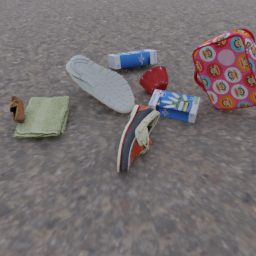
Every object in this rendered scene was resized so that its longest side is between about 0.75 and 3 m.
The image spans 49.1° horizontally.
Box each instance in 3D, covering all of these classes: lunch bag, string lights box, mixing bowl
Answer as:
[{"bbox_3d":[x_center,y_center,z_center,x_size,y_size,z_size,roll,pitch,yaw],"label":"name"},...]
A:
[{"bbox_3d":[3.142,-1.745,9.013,2.125,2.413,0.989,-8,26,46],"label":"lunch bag"},{"bbox_3d":[0.184,-2.985,12.131,1.913,0.564,0.983,-13,22,-17],"label":"string lights box"},{"bbox_3d":[1.535,-0.743,9.321,1.554,0.458,0.798,13,52,15],"label":"string lights box"},{"bbox_3d":[1.058,-1.655,10.286,1.134,1.134,0.614,-16,62,-20],"label":"mixing bowl"}]

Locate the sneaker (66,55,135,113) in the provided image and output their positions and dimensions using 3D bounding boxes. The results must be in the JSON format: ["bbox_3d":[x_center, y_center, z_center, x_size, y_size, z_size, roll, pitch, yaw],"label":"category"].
[{"bbox_3d":[-0.900,-1.439,9.904,2.868,1.154,1.095,40,73,16],"label":"sneaker"}]

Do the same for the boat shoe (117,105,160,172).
[{"bbox_3d":[0.295,0.245,7.820,0.805,0.916,2.573,16,41,6],"label":"boat shoe"}]

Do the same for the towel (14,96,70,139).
[{"bbox_3d":[-2.656,-0.402,8.963,1.521,0.374,2.050,-3,38,3],"label":"towel"}]

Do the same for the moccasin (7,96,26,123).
[{"bbox_3d":[-3.438,-0.581,8.549,0.412,0.390,1.067,11,47,-42],"label":"moccasin"}]
